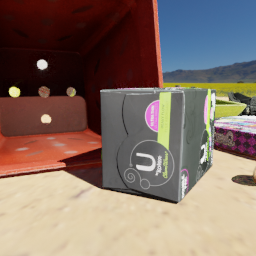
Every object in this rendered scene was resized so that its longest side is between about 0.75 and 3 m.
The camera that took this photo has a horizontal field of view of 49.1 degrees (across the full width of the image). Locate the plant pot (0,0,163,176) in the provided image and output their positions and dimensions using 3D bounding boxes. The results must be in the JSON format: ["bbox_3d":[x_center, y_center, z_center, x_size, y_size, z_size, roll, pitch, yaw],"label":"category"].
[{"bbox_3d":[-1.271,-0.850,4.940,2.837,2.840,2.502,-4,0,-27],"label":"plant pot"}]

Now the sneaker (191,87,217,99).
[{"bbox_3d":[2.474,-1.111,11.636,2.759,1.207,1.018,7,10,41],"label":"sneaker"}]

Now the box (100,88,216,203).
[{"bbox_3d":[0.448,0.069,3.400,0.928,1.109,1.493,4,9,29],"label":"box"}]

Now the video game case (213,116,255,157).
[{"bbox_3d":[2.728,0.107,5.518,2.276,0.450,2.511,-3,9,-24],"label":"video game case"}]

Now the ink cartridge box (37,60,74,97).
[{"bbox_3d":[-1.853,-1.375,7.017,1.156,1.974,0.664,21,31,-27],"label":"ink cartridge box"}]

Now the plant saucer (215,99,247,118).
[{"bbox_3d":[1.776,-0.583,9.186,2.888,0.691,2.884,-2,12,-12],"label":"plant saucer"}]

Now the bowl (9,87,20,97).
[{"bbox_3d":[-5.335,-1.198,11.543,1.171,2.176,2.176,49,27,15],"label":"bowl"}]

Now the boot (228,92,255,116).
[{"bbox_3d":[4.758,-0.831,10.383,1.857,0.935,2.484,-5,17,15],"label":"boot"}]

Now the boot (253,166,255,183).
[{"bbox_3d":[1.880,0.555,3.052,0.858,0.329,0.666,4,10,-24],"label":"boot"}]
